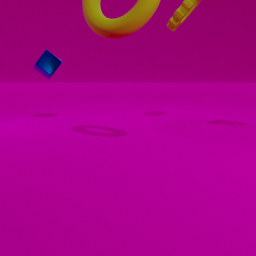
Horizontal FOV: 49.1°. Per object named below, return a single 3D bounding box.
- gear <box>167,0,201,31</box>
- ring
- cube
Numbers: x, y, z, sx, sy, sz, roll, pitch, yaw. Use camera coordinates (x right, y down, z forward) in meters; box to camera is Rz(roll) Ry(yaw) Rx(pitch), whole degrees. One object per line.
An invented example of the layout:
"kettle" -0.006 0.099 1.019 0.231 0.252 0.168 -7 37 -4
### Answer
"gear" 2.007 -4.081 9.633 0.302 1.631 1.631 42 13 -1
"ring" -0.158 -2.924 6.044 2.005 2.005 0.401 6 -3 32
"cube" -2.947 -2.312 10.273 0.710 0.710 0.710 37 -15 -18
